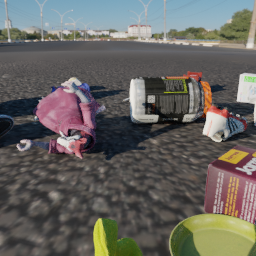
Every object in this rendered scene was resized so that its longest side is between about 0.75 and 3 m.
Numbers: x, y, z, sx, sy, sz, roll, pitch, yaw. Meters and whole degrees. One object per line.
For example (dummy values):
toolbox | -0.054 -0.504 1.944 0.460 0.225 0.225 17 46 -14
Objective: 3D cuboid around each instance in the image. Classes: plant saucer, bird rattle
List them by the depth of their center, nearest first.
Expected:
bird rattle | 0.387 1.910 1.448 2.312 1.598 2.836 12 18 -17
plant saucer | 1.306 1.692 3.720 1.512 0.235 1.512 -1 19 0

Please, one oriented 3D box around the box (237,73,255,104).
box | 5.390 -1.705 12.107 1.057 1.198 0.579 17 26 38

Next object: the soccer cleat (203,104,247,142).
soccer cleat | 2.767 -0.034 8.021 0.758 0.941 2.208 26 8 37

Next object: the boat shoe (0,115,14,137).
boat shoe | -3.816 0.124 7.573 0.620 0.671 1.816 9 21 34

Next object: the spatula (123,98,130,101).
spatula | 0.321 -1.280 12.624 0.822 0.095 1.183 15 24 24

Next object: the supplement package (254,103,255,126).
supplement package | 4.876 -0.865 9.358 1.067 1.388 1.451 8 20 21

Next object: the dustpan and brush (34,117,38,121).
dustpan and brush | -3.019 -0.585 10.156 0.976 0.400 1.398 -11 10 21

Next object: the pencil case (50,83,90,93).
pencil case | -2.593 -1.598 12.578 1.751 0.683 0.761 -12 26 -34

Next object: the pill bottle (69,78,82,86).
pill bottle | -2.797 -2.283 14.643 0.648 0.648 1.150 -6 20 -18

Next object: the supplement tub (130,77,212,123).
supplement tub | 1.355 -0.930 9.341 2.518 1.543 1.543 -1 19 -3

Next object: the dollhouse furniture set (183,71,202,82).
dollhouse furniture set | 2.462 -2.341 14.280 2.411 0.981 1.298 6 20 18

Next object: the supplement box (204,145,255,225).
supplement box | 2.461 1.096 4.354 2.164 0.927 1.194 16 25 39

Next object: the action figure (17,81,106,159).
action figure | -1.507 0.026 7.488 1.988 2.210 2.968 -44 38 6
